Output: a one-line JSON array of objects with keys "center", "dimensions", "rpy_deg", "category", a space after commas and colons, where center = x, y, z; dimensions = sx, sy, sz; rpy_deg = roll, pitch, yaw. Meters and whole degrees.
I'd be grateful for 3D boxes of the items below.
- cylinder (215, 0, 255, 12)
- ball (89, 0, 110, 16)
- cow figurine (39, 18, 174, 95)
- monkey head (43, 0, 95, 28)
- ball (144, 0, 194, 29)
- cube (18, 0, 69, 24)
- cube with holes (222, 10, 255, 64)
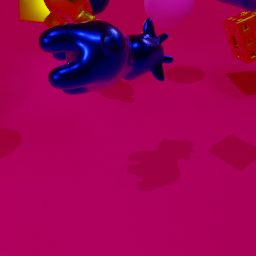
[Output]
[{"center": [1.128, -1.837, 2.981], "dimensions": [0.916, 0.916, 0.916], "rpy_deg": [-27, 49, -32], "category": "cylinder"}, {"center": [-1.238, -4.430, 9.300], "dimensions": [1.308, 1.308, 1.308], "rpy_deg": [0, 35, 0], "category": "ball"}, {"center": [-0.144, -0.970, 3.709], "dimensions": [1.706, 0.951, 1.733], "rpy_deg": [-14, 6, -3], "category": "cow figurine"}, {"center": [-1.588, -2.892, 6.524], "dimensions": [1.976, 1.422, 1.191], "rpy_deg": [40, 20, -5], "category": "monkey head"}, {"center": [1.142, -3.502, 7.815], "dimensions": [1.376, 1.376, 1.376], "rpy_deg": [0, 35, 0], "category": "ball"}, {"center": [-2.358, -3.602, 7.960], "dimensions": [1.147, 1.147, 1.147], "rpy_deg": [5, 22, -2], "category": "cube"}, {"center": [3.596, -2.704, 7.977], "dimensions": [1.171, 1.171, 1.171], "rpy_deg": [-23, 22, 9], "category": "cube with holes"}]
